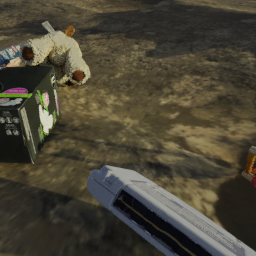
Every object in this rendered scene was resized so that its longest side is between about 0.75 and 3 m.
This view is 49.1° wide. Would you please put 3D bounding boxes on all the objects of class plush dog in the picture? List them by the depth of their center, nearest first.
[{"bbox_3d":[-2.168,-2.042,8.582,2.041,1.753,1.638,20,57,-16],"label":"plush dog"}]

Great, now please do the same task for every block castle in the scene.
[{"bbox_3d":[2.888,0.704,5.517,1.196,0.799,0.561,-10,31,-28],"label":"block castle"}]

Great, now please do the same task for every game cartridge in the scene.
[{"bbox_3d":[0.771,1.427,4.086,2.596,0.531,1.728,31,5,25],"label":"game cartridge"}]

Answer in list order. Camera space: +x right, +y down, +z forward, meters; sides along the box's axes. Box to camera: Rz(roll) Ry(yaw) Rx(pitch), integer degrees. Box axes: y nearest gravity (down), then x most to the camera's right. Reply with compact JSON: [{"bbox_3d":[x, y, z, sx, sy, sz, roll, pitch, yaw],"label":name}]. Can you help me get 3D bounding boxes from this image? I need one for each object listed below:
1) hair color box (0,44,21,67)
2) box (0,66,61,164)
[{"bbox_3d":[-4.408,-2.332,9.801,0.799,0.484,1.598,-30,12,40],"label":"hair color box"},{"bbox_3d":[-2.772,-0.420,6.649,1.701,1.424,2.290,2,32,4],"label":"box"}]
